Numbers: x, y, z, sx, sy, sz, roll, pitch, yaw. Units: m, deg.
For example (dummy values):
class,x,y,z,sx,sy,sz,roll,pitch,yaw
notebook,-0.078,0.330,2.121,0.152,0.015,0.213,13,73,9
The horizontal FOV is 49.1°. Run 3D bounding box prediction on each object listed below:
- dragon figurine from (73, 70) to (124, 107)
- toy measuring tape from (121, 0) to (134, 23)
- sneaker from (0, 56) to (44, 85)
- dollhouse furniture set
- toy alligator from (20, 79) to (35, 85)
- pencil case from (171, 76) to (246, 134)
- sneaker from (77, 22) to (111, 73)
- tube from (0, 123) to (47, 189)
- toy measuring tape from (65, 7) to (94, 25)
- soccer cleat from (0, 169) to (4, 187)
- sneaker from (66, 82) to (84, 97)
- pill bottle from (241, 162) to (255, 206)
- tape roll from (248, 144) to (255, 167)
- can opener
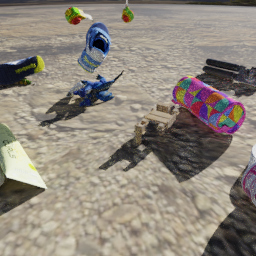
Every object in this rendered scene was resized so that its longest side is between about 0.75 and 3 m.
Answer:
class,x,y,z,sx,sy,sz,roll,pitch,yaw
dragon figurine,-0.979,-1.495,10.659,2.637,0.776,1.311,-20,35,-30
toy measuring tape,0.036,-3.290,7.932,0.362,0.983,0.362,3,73,-10
sneaker,-4.998,-2.515,12.417,2.483,0.918,1.021,-25,23,-34
dollhouse furniture set,0.894,-0.077,8.274,0.809,0.691,1.561,17,37,28
toy alligator,-4.385,-2.022,12.200,0.821,0.197,0.272,8,31,15
pencil case,2.506,-0.780,9.095,1.187,1.187,2.686,-11,29,-20
sneaker,-0.916,-2.739,8.964,0.821,0.913,2.219,26,50,-24
tube,-2.850,0.663,6.868,0.763,0.683,2.631,-17,33,-30
toy measuring tape,-1.732,-3.793,9.672,0.566,0.566,1.539,11,12,19
soccer cleat,-3.591,1.044,6.155,1.653,0.714,0.577,-4,29,-6
sneaker,-2.031,-1.430,10.695,0.895,0.342,0.360,-33,4,42
pill bottle,2.987,1.428,5.139,1.025,1.025,1.809,-4,29,-8
tape roll,3.641,0.872,6.683,1.421,0.497,1.421,0,30,0
can opener,4.834,-2.488,12.767,2.845,0.759,0.951,27,6,40
